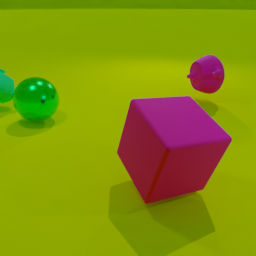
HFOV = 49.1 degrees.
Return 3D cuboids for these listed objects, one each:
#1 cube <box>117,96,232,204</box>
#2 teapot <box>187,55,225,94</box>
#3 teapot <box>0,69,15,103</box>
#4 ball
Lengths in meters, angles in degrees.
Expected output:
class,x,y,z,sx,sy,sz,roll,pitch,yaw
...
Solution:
class,x,y,z,sx,sy,sz,roll,pitch,yaw
cube,0.683,0.308,4.673,1.214,1.214,1.214,-6,41,-27
teapot,2.445,-1.680,8.894,0.974,1.237,1.990,-9,11,-14
teapot,-3.897,-1.311,8.412,1.914,0.937,1.190,21,-14,-9
ball,-2.476,-0.773,7.580,1.200,1.200,1.200,0,25,0
